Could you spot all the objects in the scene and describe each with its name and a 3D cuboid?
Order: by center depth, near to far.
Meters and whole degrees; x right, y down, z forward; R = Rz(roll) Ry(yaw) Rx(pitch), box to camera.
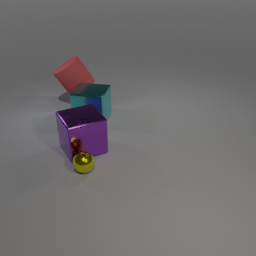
[{"bbox_3d":[-1.426,1.095,9.037,0.700,0.700,0.700,0,29,0],"label":"ball"},{"bbox_3d":[-1.635,0.149,9.974,1.400,1.400,1.400,-15,34,-25],"label":"cube"},{"bbox_3d":[-1.563,-1.026,12.091,1.400,1.400,1.400,5,30,9],"label":"cube"},{"bbox_3d":[-2.528,-2.416,13.189,1.400,1.400,1.400,-29,26,16],"label":"cylinder"}]
